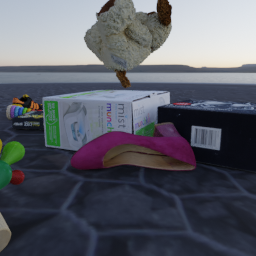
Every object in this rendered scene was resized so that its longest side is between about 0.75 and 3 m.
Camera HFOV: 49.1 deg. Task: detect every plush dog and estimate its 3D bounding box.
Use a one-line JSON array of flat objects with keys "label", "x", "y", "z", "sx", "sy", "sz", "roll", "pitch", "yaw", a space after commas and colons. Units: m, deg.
[{"label": "plush dog", "x": 0.316, "y": -2.901, "z": 9.052, "sx": 2.572, "sy": 2.403, "sz": 2.995, "roll": -34, "pitch": 8, "yaw": -17}]

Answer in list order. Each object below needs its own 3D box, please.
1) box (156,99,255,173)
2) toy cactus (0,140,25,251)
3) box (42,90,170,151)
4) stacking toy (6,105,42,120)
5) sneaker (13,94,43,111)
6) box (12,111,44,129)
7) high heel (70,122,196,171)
[{"label": "box", "x": 2.091, "y": 0.018, "z": 6.604, "sx": 2.247, "sy": 1.170, "sz": 2.046, "roll": 8, "pitch": 13, "yaw": 31}, {"label": "toy cactus", "x": -2.160, "y": 0.885, "z": 3.385, "sx": 1.940, "sy": 1.202, "sz": 2.351, "roll": 30, "pitch": 23, "yaw": 30}, {"label": "box", "x": -0.421, "y": -0.333, "z": 7.773, "sx": 2.516, "sy": 1.379, "sz": 2.851, "roll": 5, "pitch": 13, "yaw": 23}, {"label": "stacking toy", "x": -4.097, "y": -0.604, "z": 11.286, "sx": 1.399, "sy": 0.597, "sz": 0.597, "roll": 3, "pitch": 11, "yaw": -4}, {"label": "sneaker", "x": -4.407, "y": -1.077, "z": 12.626, "sx": 0.699, "sy": 0.900, "sz": 2.000, "roll": 4, "pitch": 12, "yaw": 18}, {"label": "box", "x": -3.079, "y": -0.298, "z": 10.017, "sx": 1.414, "sy": 0.431, "sz": 1.754, "roll": 4, "pitch": 12, "yaw": 3}, {"label": "high heel", "x": 0.114, "y": 0.599, "z": 5.407, "sx": 2.339, "sy": 0.789, "sz": 1.124, "roll": -18, "pitch": 50, "yaw": -10}]
